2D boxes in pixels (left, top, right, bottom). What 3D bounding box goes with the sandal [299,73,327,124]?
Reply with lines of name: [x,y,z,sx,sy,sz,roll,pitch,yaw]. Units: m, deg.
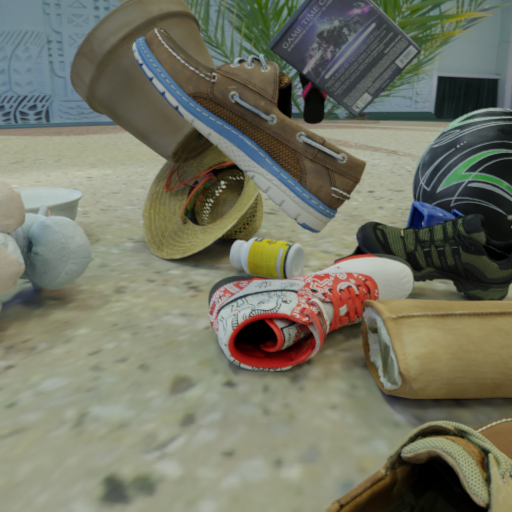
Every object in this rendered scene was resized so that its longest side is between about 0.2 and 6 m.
sandal: [1.431,-3.929,13.689,0.727,1.936,0.436,-1,52,7]

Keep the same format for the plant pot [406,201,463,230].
plant pot: [3.504,-0.357,10.785,1.020,1.134,1.134,7,17,-2]

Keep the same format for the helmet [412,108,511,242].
helmet: [5.079,-1.720,12.471,2.939,3.083,3.083,23,24,14]

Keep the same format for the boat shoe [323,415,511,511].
boat shoe: [1.399,1.787,3.860,3.085,1.139,1.167,-16,24,-42]

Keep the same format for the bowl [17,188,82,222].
bowl: [-4.934,-0.805,12.243,2.264,1.018,2.264,0,18,0]

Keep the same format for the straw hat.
straw hat: [-0.665,-1.162,12.167,3.803,3.803,1.610,22,-15,49]

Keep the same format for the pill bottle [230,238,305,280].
pill bottle: [0.191,0.048,10.084,1.254,0.703,0.703,9,20,26]

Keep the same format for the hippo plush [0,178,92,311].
hippo plush: [-3.939,0.125,8.613,2.867,2.284,2.306,5,-7,29]

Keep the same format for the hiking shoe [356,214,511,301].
hiking shoe: [2.941,-0.237,8.811,2.648,1.333,1.003,16,39,-4]

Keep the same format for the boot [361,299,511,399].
boot: [3.270,1.197,5.769,3.801,1.257,3.328,1,5,-1]

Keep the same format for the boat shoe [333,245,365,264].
boat shoe: [2.020,0.067,9.713,0.927,0.878,2.651,13,22,36]

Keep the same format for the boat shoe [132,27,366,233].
boat shoe: [-0.048,-1.772,6.824,3.238,1.172,1.170,43,14,1]

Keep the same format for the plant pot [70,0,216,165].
plant pot: [-1.860,-3.354,11.481,2.906,2.521,2.906,-37,-6,-5]

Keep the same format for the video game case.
video game case: [1.305,-2.994,8.078,1.894,1.353,0.180,27,32,-33]

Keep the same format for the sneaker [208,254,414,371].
sneaker: [0.900,0.764,7.390,3.003,1.003,1.610,-6,19,-7]
